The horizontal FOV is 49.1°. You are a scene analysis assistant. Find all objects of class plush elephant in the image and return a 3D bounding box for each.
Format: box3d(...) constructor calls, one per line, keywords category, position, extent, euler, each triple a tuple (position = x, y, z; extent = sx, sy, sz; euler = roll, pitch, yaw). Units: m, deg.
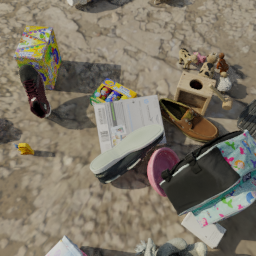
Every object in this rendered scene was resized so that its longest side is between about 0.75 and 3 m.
box3d(category="plush elephant", position=(0.938, 3.953, 7.581), extent=(2.253, 1.744, 1.856), euler=(15, 99, 22))

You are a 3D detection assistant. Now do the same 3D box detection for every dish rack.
box3d(category="dish rack", position=(5.784, -0.047, 10.659), extent=(2.896, 0.790, 2.221), euler=(39, 66, 21))

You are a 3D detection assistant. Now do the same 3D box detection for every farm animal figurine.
box3d(category="farm animal figurine", position=(3.272, -2.653, 11.941), extent=(2.270, 1.184, 2.245), euler=(7, 60, 4))

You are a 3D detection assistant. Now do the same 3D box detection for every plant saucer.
box3d(category="plant saucer", position=(1.217, 1.501, 9.506), extent=(0.419, 1.653, 1.653), euler=(-15, 47, 44))

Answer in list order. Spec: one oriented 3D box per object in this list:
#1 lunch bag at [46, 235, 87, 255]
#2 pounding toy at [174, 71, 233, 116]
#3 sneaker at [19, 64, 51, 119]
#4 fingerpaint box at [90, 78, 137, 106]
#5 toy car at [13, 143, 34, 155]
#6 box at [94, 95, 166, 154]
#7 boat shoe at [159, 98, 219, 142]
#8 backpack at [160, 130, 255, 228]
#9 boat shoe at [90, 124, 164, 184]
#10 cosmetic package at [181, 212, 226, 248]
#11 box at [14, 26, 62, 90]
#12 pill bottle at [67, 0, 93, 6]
box3d(category="lunch bag", position=(-1.849, 4.179, 6.956), extent=(1.813, 2.852, 2.418), euler=(38, 66, 20))
box3d(category="pounding toy", position=(2.995, -1.390, 10.786), extent=(2.144, 1.883, 0.981), euler=(19, 61, 11))
box3d(category="sneaker", position=(-3.503, -1.331, 10.536), extent=(0.816, 2.156, 1.245), euler=(-22, 17, -3))
box3d(category="fingerpaint box", position=(-0.588, -1.191, 11.454), extent=(1.505, 0.552, 1.255), euler=(30, 64, 16))
box3d(category="toy car", position=(-4.696, 0.072, 10.521), extent=(2.666, 0.887, 1.308), euler=(11, 60, 7))
box3d(category="box", position=(0.063, -0.125, 10.489), extent=(2.424, 0.499, 1.890), euler=(-10, 82, -4))
box3d(category="boat shoe", position=(2.233, -0.305, 10.638), extent=(2.597, 0.883, 0.934), euler=(27, 76, 19))
box3d(category="backpack", position=(2.841, 1.398, 8.543), extent=(2.991, 2.655, 2.252), euler=(-26, 73, -46))
box3d(category="boat shoe", position=(0.077, 0.885, 9.668), extent=(2.837, 0.856, 1.073), euler=(-29, 31, -1))
box3d(category="cosmetic package", position=(2.394, 3.148, 8.934), extent=(1.208, 0.490, 0.682), euler=(34, 67, 17))
box3d(category="box", position=(-3.670, -2.901, 11.689), extent=(1.138, 1.866, 1.797), euler=(5, 60, 3))
box3d(category="pill bottle", position=(-2.141, -7.260, 14.610), extent=(2.255, 1.251, 1.251), euler=(-32, 64, -17))
